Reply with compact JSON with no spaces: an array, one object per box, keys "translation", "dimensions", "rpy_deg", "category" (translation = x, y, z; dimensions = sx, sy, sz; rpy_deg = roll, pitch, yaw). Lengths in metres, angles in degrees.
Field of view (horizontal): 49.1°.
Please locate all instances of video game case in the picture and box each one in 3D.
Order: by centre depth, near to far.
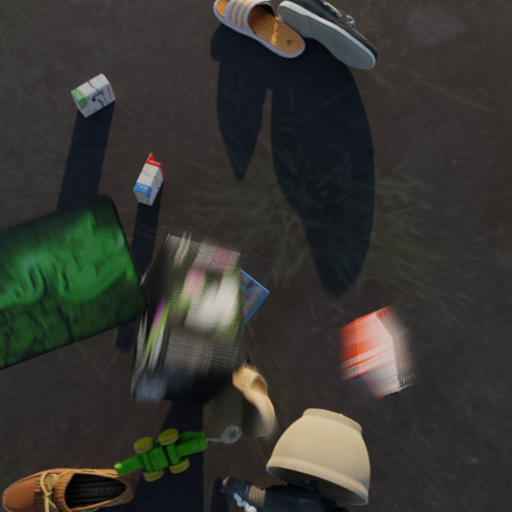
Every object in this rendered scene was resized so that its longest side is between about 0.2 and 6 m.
[{"translation":[-0.533,0.664,10.717],"dimensions":[1.301,0.116,0.931],"rpy_deg":[38,91,15],"category":"video game case"}]

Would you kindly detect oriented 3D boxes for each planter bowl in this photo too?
[{"translation":[1.115,3.200,9.123],"dimensions":[1.656,1.656,1.115],"rpy_deg":[18,61,7],"category":"planter bowl"}]

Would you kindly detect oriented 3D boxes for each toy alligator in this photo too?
[{"translation":[-1.275,3.156,9.311],"dimensions":[2.150,0.583,0.637],"rpy_deg":[-18,96,0],"category":"toy alligator"}]

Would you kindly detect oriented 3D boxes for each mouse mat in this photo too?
[{"translation":[-3.150,0.373,8.607],"dimensions":[2.594,0.098,2.087],"rpy_deg":[-20,80,-5],"category":"mouse mat"}]

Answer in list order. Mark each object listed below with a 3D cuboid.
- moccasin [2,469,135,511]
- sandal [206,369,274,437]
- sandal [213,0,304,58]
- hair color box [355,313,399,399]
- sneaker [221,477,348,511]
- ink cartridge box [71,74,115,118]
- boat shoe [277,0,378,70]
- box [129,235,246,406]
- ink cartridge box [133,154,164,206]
[{"translation":[-3.094,3.918,9.200],"dimensions":[2.135,0.824,0.781],"rpy_deg":[1,69,0],"category":"moccasin"},{"translation":[-0.136,2.343,9.318],"dimensions":[0.823,2.502,0.917],"rpy_deg":[4,94,-26],"category":"sandal"},{"translation":[0.120,-5.552,13.004],"dimensions":[2.476,0.710,0.949],"rpy_deg":[35,72,13],"category":"sandal"},{"translation":[1.660,1.364,7.748],"dimensions":[0.332,0.576,1.039],"rpy_deg":[-27,28,22],"category":"hair color box"},{"translation":[0.546,4.053,9.205],"dimensions":[2.246,0.746,1.016],"rpy_deg":[27,71,6],"category":"sneaker"},{"translation":[-3.557,-3.507,12.265],"dimensions":[0.807,0.589,0.339],"rpy_deg":[-36,73,-13],"category":"ink cartridge box"},{"translation":[1.743,-5.227,12.718],"dimensions":[2.710,1.025,0.818],"rpy_deg":[39,80,13],"category":"boat shoe"},{"translation":[-1.153,1.087,9.296],"dimensions":[1.369,1.636,2.202],"rpy_deg":[16,50,-24],"category":"box"},{"translation":[-2.165,-1.574,11.528],"dimensions":[0.310,0.535,0.921],"rpy_deg":[17,69,7],"category":"ink cartridge box"}]
